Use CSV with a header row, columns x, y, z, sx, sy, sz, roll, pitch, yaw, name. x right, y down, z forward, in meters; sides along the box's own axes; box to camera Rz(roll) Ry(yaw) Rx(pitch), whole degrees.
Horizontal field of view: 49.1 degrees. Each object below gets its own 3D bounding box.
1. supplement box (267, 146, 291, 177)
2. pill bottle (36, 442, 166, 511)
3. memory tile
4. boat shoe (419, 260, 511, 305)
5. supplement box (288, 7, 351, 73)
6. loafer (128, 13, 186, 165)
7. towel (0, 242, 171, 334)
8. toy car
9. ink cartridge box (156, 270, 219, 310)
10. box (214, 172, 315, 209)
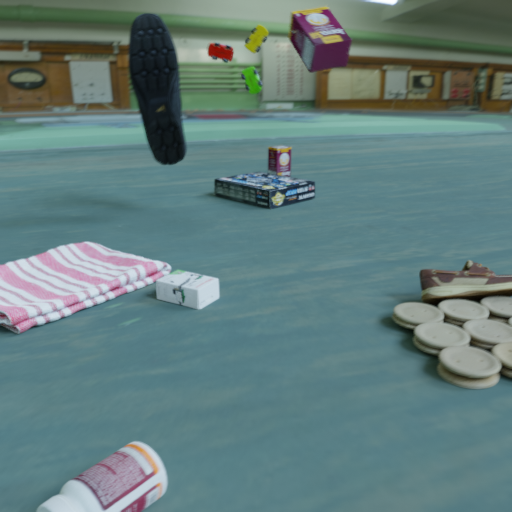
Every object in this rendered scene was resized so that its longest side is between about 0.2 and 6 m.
x,y,z,sx,sy,sz,roll,pitch,yaw,name
0.674,-2.662,16.299,0.559,1.014,0.434,-14,23,-36,supplement box
-1.083,1.720,3.971,0.467,0.467,0.818,14,22,36,pill bottle
3.074,0.946,6.725,2.496,0.210,1.913,-3,19,-11,memory tile
3.034,0.319,7.765,1.580,0.569,0.570,-5,-21,-2,boat shoe
0.983,-3.425,8.847,0.648,0.511,0.990,-14,56,-14,supplement box
-2.084,-3.412,11.678,1.026,3.023,1.061,-13,25,-13,loafer
-2.913,0.297,8.351,2.029,0.415,2.773,14,23,35,towel
-0.190,-3.487,10.160,1.165,1.096,0.260,-15,24,17,toy car
-0.966,0.471,7.977,0.739,0.312,0.540,10,21,27,ink cartridge box
0.204,-1.715,14.286,1.653,0.478,2.080,-17,25,-42,box
